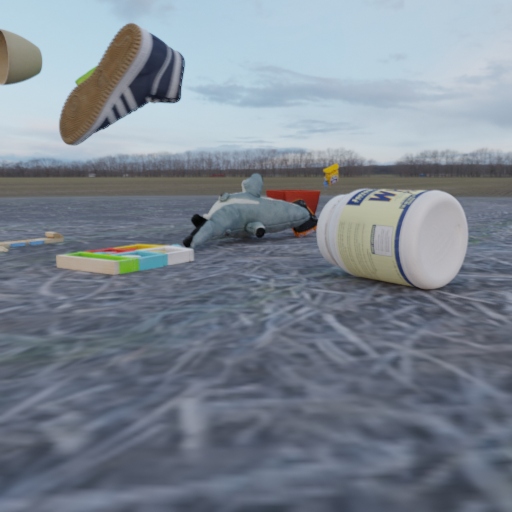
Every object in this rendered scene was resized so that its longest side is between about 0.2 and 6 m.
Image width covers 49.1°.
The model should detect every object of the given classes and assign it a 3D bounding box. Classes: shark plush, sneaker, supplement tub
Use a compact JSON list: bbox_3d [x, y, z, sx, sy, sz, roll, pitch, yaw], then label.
[{"bbox_3d":[-0.271,-0.940,13.159,1.565,1.707,3.756,28,18,27],"label":"shark plush"},{"bbox_3d":[-2.142,-2.590,9.188,2.377,0.833,1.290,-41,-24,28],"label":"sneaker"},{"bbox_3d":[1.969,-0.302,8.345,1.376,1.376,1.898,-6,10,-37],"label":"supplement tub"}]

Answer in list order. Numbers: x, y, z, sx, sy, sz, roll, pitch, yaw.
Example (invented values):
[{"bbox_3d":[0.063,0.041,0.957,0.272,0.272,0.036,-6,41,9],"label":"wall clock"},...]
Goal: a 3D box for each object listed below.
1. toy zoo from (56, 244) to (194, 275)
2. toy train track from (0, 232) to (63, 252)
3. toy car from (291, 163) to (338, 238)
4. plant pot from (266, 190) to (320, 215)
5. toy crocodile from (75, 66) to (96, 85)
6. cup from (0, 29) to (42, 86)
[{"bbox_3d":[-2.213,0.019,10.223,1.501,0.234,2.287,5,9,34],"label":"toy zoo"},{"bbox_3d":[-5.625,-0.413,12.613,1.590,0.451,2.772,6,9,35],"label":"toy train track"},{"bbox_3d":[1.734,-1.344,15.171,2.436,0.811,1.195,-40,56,-19],"label":"toy car"},{"bbox_3d":[1.161,-1.520,17.936,1.324,1.166,1.322,-3,8,-25],"label":"plant pot"},{"bbox_3d":[-3.065,-3.041,10.417,0.626,0.684,2.027,-38,22,-14],"label":"toy crocodile"},{"bbox_3d":[-4.426,-3.676,10.448,0.706,0.987,0.987,-11,13,-40],"label":"cup"}]
